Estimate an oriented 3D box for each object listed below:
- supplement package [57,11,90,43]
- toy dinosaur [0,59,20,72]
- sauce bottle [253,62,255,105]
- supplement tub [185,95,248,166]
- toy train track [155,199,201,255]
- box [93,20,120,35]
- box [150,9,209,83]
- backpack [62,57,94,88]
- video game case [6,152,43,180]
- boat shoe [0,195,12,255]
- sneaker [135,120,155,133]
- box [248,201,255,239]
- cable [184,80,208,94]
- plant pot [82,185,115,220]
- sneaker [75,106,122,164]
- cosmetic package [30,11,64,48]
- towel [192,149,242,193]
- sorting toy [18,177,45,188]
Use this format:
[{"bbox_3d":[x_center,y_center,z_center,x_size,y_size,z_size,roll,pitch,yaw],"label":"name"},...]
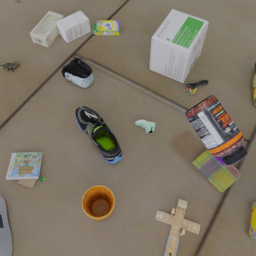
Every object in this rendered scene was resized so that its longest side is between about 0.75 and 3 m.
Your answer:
[{"bbox_3d":[-2.576,-4.822,13.338,1.333,0.782,0.779,-32,66,-17],"label":"supplement package"},{"bbox_3d":[-5.267,-2.749,12.500,0.945,0.364,0.483,-7,47,4],"label":"toy dinosaur"},{"bbox_3d":[5.613,-1.889,11.772,0.705,0.705,2.180,7,60,4],"label":"sauce bottle"},{"bbox_3d":[2.712,0.099,8.477,1.097,1.097,2.051,-34,88,-17],"label":"supplement tub"},{"bbox_3d":[1.481,3.516,8.930,1.494,0.424,2.605,16,63,9],"label":"toy train track"},{"bbox_3d":[-1.063,-4.895,13.660,1.296,0.314,0.761,-1,60,1],"label":"box"},{"bbox_3d":[2.114,-3.452,11.887,1.702,1.987,1.977,26,65,16],"label":"box"},{"bbox_3d":[-2.049,-2.313,11.936,1.257,0.795,1.049,29,65,18],"label":"backpack"},{"bbox_3d":[-3.749,1.364,10.207,1.160,0.128,1.056,-2,55,1],"label":"video game case"},{"bbox_3d":[-4.342,3.362,8.889,0.831,0.844,2.381,-27,65,16],"label":"boat shoe"},{"bbox_3d":[0.659,-0.040,10.955,0.795,0.293,0.469,8,55,2],"label":"sneaker"},{"bbox_3d":[5.012,2.850,8.368,1.949,2.023,1.234,17,62,9],"label":"box"},{"bbox_3d":[2.919,-1.801,12.055,1.155,0.291,0.561,-26,46,-27],"label":"cable"},{"bbox_3d":[-0.935,2.524,9.167,1.043,0.955,1.043,0,61,-1],"label":"plant pot"},{"bbox_3d":[-1.064,0.091,10.432,0.941,1.100,2.655,-31,65,-17],"label":"sneaker"},{"bbox_3d":[-3.794,-4.730,13.389,0.894,0.604,1.699,23,63,12],"label":"cosmetic package"},{"bbox_3d":[3.228,1.507,10.187,1.097,0.174,1.527,-36,66,-17],"label":"towel"},{"bbox_3d":[-3.408,1.833,10.027,0.849,0.125,0.627,17,57,13],"label":"sorting toy"}]
